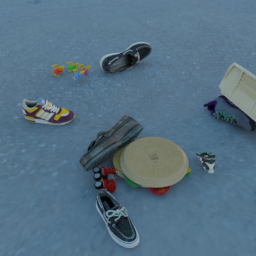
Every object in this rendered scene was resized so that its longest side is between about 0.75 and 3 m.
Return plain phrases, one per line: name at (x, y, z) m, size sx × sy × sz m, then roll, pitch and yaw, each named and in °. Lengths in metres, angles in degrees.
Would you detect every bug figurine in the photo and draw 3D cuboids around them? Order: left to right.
bug figurine at (-2.670, -2.736, 13.489) m, size 1.855 × 0.477 × 1.439 m, roll 18°, pitch 35°, yaw 28°

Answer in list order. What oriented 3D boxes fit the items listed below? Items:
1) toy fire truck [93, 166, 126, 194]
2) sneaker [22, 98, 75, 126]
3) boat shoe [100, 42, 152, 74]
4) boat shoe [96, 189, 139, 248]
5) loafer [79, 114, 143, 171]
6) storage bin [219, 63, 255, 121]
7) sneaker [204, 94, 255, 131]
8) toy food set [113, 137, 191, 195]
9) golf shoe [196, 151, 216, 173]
toy fire truck at (-0.450, 1.500, 8.046) m, size 0.966 × 0.622 × 0.851 m, roll -14°, pitch 38°, yaw -2°
sneaker at (-2.988, -0.649, 10.460) m, size 1.955 × 0.881 × 0.733 m, roll 1°, pitch 38°, yaw 2°
boat shoe at (0.046, -3.473, 13.965) m, size 2.873 × 1.061 × 0.867 m, roll -21°, pitch 42°, yaw -20°
boat shoe at (-0.293, 2.201, 7.043) m, size 0.626 × 0.579 × 1.696 m, roll -18°, pitch 41°, yaw -22°
loafer at (-0.618, 0.391, 8.912) m, size 0.876 × 1.001 × 2.786 m, roll 46°, pitch 43°, yaw 10°
storage bin at (5.103, -1.150, 10.160) m, size 2.585 × 1.212 × 2.567 m, roll 7°, pitch 33°, yaw -28°
sneaker at (3.746, -0.435, 10.461) m, size 0.989 × 0.841 × 2.261 m, roll -25°, pitch 34°, yaw -1°
toy food set at (0.765, 1.071, 8.543) m, size 2.167 × 0.527 × 2.145 m, roll -21°, pitch 42°, yaw -24°
golf shoe at (2.361, 1.008, 8.540) m, size 0.464 × 0.529 × 1.201 m, roll -5°, pitch 4°, yaw 6°
